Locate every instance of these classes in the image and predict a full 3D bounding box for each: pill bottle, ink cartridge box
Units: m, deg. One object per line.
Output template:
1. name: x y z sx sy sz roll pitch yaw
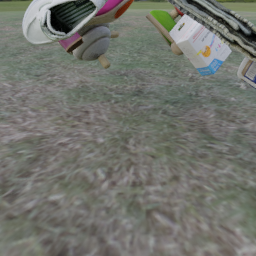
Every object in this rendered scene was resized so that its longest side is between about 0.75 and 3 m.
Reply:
1. pill bottle: 3.250 -1.030 5.935 0.895 0.895 1.613 -24 57 -38
2. ink cartridge box: 1.966 -2.302 7.570 0.909 1.579 0.536 -52 23 -11

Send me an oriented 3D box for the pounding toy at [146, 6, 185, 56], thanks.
1. pounding toy: 1.452 -3.116 8.475 0.978 1.626 2.107 -36 12 21

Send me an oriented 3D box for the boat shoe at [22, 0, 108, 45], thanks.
1. boat shoe: -1.017 -1.571 3.953 1.776 0.653 0.593 -19 44 40

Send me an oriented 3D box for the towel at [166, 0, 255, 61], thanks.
1. towel: 1.426 -1.849 4.831 2.738 0.491 2.844 46 26 18

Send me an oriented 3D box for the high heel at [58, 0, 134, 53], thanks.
1. high heel: -0.932 -3.052 6.886 2.527 1.215 0.852 -40 1 -12

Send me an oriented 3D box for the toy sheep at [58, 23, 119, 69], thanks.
1. toy sheep: -1.273 -2.863 8.185 2.624 1.809 1.809 51 43 5
